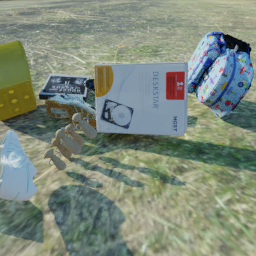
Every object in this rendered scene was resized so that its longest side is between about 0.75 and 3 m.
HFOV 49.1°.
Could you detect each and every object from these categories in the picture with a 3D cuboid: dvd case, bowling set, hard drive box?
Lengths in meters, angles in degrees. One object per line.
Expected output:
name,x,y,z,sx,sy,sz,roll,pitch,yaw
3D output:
dvd case,-2.424,-1.623,11.070,1.701,0.280,2.263,3,29,-6
bowling set,-1.606,0.338,7.202,1.456,0.781,1.013,-48,19,-20
hard drive box,0.388,-0.839,7.801,2.466,1.922,0.947,1,11,17

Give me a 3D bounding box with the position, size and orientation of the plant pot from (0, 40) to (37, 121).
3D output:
plant pot,-3.940,-1.377,9.027,1.892,1.892,1.668,-23,56,-23

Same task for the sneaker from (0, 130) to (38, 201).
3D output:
sneaker,-2.429,0.806,5.951,0.848,0.744,2.116,29,16,-34

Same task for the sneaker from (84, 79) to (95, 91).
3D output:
sneaker,-1.208,-1.724,11.164,1.348,0.510,0.519,-5,13,-44

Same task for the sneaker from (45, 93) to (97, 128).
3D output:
sneaker,-1.591,-0.701,9.021,2.267,0.858,0.994,19,38,28

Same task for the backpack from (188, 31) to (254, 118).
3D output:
backpack,2.927,-1.661,9.132,1.647,2.235,2.448,21,44,-9
